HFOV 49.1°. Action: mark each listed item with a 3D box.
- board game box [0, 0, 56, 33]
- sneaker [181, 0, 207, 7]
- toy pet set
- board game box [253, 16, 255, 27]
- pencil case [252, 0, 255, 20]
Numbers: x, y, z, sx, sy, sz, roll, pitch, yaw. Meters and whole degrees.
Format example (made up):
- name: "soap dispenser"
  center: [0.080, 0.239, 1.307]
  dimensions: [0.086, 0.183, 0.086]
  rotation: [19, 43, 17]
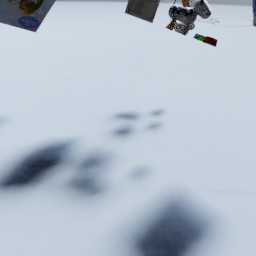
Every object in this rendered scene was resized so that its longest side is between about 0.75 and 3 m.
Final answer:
- name: "board game box"
  center: [-2.431, -3.281, 6.467]
  dimensions: [0.404, 1.958, 1.963]
  rotation: [48, 23, 12]
- name: "sneaker"
  center: [1.653, -3.846, 7.140]
  dimensions: [0.713, 0.613, 1.683]
  rotation: [0, 71, 28]
- name: "toy pet set"
  center: [1.226, -3.201, 7.088]
  dimensions: [2.428, 1.381, 2.600]
  rotation: [20, 21, -2]
- name: "board game box"
  center: [3.005, -2.499, 5.433]
  dimensions: [0.144, 1.110, 1.110]
  rotation: [-38, 41, -26]
- name: "pencil case"
  center: [1.567, -0.898, 2.191]
  dimensions: [0.740, 0.678, 1.632]
  rotation: [12, 33, -6]
